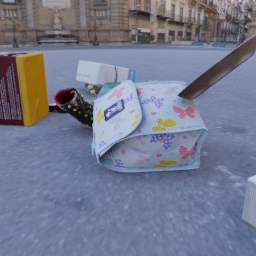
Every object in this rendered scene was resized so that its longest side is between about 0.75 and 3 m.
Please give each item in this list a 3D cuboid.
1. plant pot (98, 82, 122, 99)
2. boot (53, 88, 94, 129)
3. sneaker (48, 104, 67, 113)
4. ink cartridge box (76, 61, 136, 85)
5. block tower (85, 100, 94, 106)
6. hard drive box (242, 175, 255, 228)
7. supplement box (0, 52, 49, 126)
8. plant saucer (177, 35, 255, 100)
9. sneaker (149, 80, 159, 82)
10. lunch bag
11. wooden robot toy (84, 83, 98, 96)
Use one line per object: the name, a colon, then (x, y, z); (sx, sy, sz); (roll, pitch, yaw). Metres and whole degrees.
plant pot: (-0.650, -1.553, 13.189); (1.676, 1.123, 1.676); (0, 19, 0)
boot: (-1.318, -0.579, 9.489); (2.304, 0.843, 1.735); (14, -19, 41)
sneaker: (-3.070, -0.934, 12.505); (1.159, 0.408, 0.542); (3, 25, 16)
ink cartridge box: (-1.289, -3.145, 16.632); (2.071, 1.195, 2.855); (19, 14, 42)
block tower: (-2.256, -1.048, 12.724); (1.743, 0.504, 0.471); (13, 24, 29)
hard drive box: (3.676, 1.554, 4.762); (1.977, 0.974, 2.537); (-12, 23, -28)
supplement box: (-4.876, -1.639, 11.187); (2.669, 2.633, 1.772); (3, 20, 7)
plant saucer: (2.124, -1.304, 6.578); (2.161, 0.347, 2.161); (-37, -3, -2)
sneaker: (1.716, -2.942, 18.356); (0.802, 0.299, 0.339); (-4, 24, 15)
lunch bag: (0.428, -0.123, 7.619); (2.783, 1.769, 2.360); (-3, 40, -2)
wooden robot toy: (-1.989, -2.251, 15.673); (0.642, 0.623, 1.414); (-24, 26, -15)
